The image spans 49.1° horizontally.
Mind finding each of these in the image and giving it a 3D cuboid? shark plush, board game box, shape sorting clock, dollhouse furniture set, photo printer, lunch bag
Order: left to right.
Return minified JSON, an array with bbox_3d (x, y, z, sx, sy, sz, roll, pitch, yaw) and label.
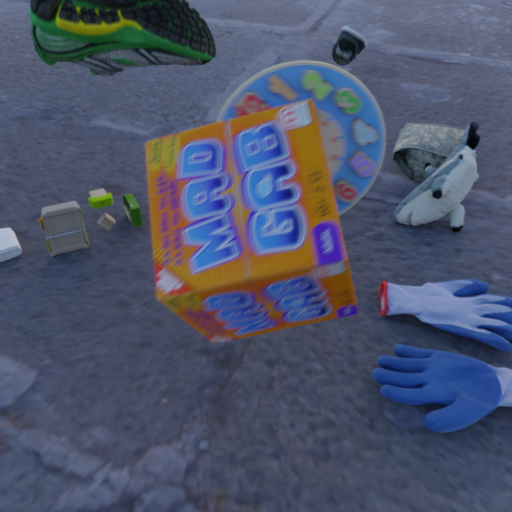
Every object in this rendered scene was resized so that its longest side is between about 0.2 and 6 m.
[{"bbox_3d":[-5.018,-0.221,10.963,0.658,0.275,0.791,-23,46,-22],"label":"photo printer"},{"bbox_3d":[-3.318,-0.765,11.183,1.931,0.965,0.745,-16,31,-19],"label":"dollhouse furniture set"},{"bbox_3d":[0.014,-0.270,6.389,1.864,1.866,1.864,-13,66,8],"label":"board game box"},{"bbox_3d":[0.590,-1.428,7.702,2.419,2.419,0.475,-1,30,-2],"label":"shape sorting clock"},{"bbox_3d":[4.003,-2.363,12.858,1.692,0.995,1.388,18,45,13],"label":"lunch bag"},{"bbox_3d":[3.871,-1.804,11.620,1.147,1.251,2.753,13,76,50],"label":"shark plush"}]

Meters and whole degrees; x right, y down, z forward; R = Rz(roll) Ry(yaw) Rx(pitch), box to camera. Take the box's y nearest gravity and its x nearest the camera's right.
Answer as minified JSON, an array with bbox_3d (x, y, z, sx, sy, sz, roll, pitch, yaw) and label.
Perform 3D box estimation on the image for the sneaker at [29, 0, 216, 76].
[{"bbox_3d":[-2.290,-3.918,9.976,3.341,1.423,1.303,-1,64,-28],"label":"sneaker"}]

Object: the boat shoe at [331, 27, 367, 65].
[{"bbox_3d":[1.851,-4.200,11.358,0.611,0.488,1.617,35,11,2],"label":"boat shoe"}]

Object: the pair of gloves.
[{"bbox_3d":[3.194,1.474,9.006,2.579,0.366,3.209,6,41,10],"label":"pair of gloves"}]
